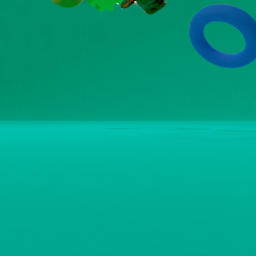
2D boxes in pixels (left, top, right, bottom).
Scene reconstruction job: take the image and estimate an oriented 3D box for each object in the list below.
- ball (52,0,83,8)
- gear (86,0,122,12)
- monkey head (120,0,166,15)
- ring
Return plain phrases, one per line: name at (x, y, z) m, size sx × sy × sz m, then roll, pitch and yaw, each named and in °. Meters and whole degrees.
ball at (-1.459, -3.357, 6.625) m, size 0.959 × 0.959 × 0.959 m, roll 0°, pitch 2°, yaw 0°
gear at (-0.594, -3.820, 7.410) m, size 1.346 × 1.346 × 0.249 m, roll -2°, pitch 31°, yaw -45°
monkey head at (0.354, -3.246, 6.336) m, size 1.221 × 1.697 × 1.023 m, roll 26°, pitch -2°, yaw 44°
ring at (1.795, -1.674, 5.249) m, size 1.399 × 0.280 × 1.399 m, roll 30°, pitch -19°, yaw 12°
